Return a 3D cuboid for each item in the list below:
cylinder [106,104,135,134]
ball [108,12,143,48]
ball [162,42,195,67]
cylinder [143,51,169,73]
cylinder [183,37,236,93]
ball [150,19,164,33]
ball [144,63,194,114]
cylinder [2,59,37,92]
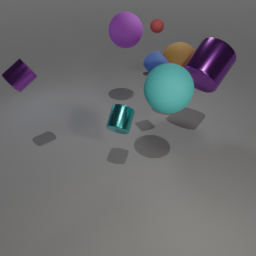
[{"bbox_3d":[-0.221,-0.252,8.227,0.700,0.700,0.700,11,75,17],"label":"cylinder"},{"bbox_3d":[-0.097,-3.986,11.437,1.400,1.400,1.400,0,31,0],"label":"ball"},{"bbox_3d":[2.001,-2.643,11.001,1.400,1.400,1.400,0,31,0],"label":"ball"},{"bbox_3d":[0.962,-2.004,9.092,0.700,0.700,0.700,-16,57,-24],"label":"cylinder"},{"bbox_3d":[2.856,-2.213,9.942,1.400,1.400,1.400,29,78,38],"label":"cylinder"},{"bbox_3d":[1.503,-5.261,14.451,0.700,0.700,0.700,0,31,0],"label":"ball"},{"bbox_3d":[1.143,-1.108,7.892,1.400,1.400,1.400,0,31,0],"label":"ball"},{"bbox_3d":[-3.131,-1.518,8.114,0.700,0.700,0.700,-44,43,-4],"label":"cylinder"}]
